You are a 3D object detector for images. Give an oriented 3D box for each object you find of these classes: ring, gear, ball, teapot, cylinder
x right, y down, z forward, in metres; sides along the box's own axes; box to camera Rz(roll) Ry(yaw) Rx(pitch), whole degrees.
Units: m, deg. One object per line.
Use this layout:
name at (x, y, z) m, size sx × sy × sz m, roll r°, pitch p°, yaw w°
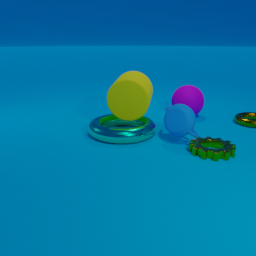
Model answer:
ring at (4.127, -0.273, 9.165) m, size 1.243 × 0.249 × 1.243 m, roll 0°, pitch 18°, yaw 0°
gear at (2.064, 0.492, 6.897) m, size 1.101 × 0.204 × 1.101 m, roll 0°, pitch 18°, yaw 0°
ball at (2.086, -0.932, 9.797) m, size 1.126 × 1.126 × 1.126 m, roll 0°, pitch 18°, yaw 0°
teapot at (1.391, -0.232, 7.443) m, size 0.680 × 0.863 × 1.388 m, roll -1°, pitch 45°, yaw -54°
cylinder at (0.087, -0.995, 8.478) m, size 1.241 × 1.241 × 1.241 m, roll 3°, pitch 23°, yaw 9°
ring at (-0.176, -0.026, 8.168) m, size 1.983 × 0.397 × 1.983 m, roll 0°, pitch 18°, yaw 0°
